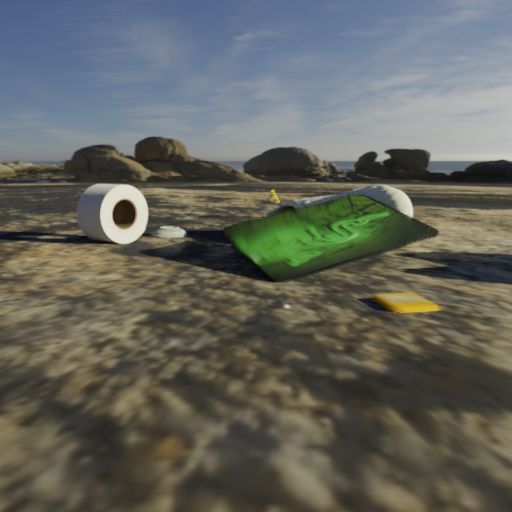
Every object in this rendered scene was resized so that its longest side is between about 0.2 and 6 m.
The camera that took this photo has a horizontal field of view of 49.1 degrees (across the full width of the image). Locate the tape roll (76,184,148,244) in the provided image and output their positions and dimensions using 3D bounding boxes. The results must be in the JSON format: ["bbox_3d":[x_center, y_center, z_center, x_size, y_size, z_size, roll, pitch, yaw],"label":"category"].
[{"bbox_3d":[-2.735,-0.808,10.671,0.768,1.118,1.118,8,12,37],"label":"tape roll"}]

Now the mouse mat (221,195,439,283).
[{"bbox_3d":[1.017,-0.358,8.291,2.664,0.100,2.144,-17,27,-19],"label":"mouse mat"}]

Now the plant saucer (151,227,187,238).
[{"bbox_3d":[-1.811,-0.503,11.682,0.751,0.188,0.751,-1,9,0],"label":"plant saucer"}]

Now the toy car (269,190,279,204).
[{"bbox_3d":[0.643,-1.272,15.255,0.210,0.943,0.887,-26,-18,13],"label":"toy car"}]

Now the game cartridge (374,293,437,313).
[{"bbox_3d":[1.568,0.493,5.906,0.468,0.086,0.531,-2,8,-12],"label":"game cartridge"}]

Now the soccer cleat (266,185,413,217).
[{"bbox_3d":[1.443,-0.665,10.319,1.218,1.088,3.140,-12,8,-34],"label":"soccer cleat"}]
